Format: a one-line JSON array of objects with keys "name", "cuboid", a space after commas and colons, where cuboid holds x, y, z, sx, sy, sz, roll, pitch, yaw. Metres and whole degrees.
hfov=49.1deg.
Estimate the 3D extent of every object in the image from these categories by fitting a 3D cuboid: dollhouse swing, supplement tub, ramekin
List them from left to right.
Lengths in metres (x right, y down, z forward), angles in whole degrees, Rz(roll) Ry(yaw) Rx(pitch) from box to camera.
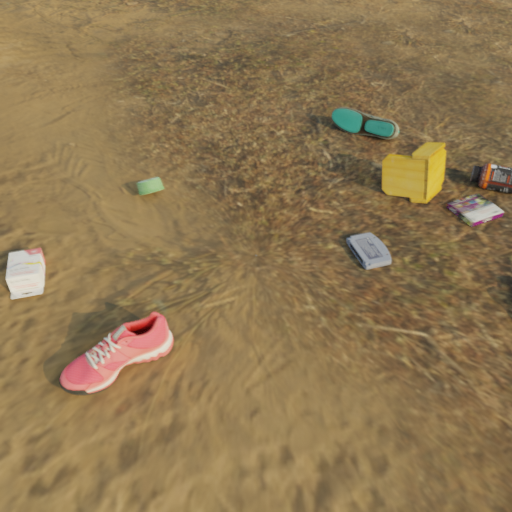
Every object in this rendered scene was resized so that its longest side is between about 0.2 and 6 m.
[{"name": "ramekin", "cuboid": [-2.445, -1.611, 12.892, 0.584, 0.285, 0.584, -14, 13, 3]}, {"name": "dollhouse swing", "cuboid": [3.602, -1.961, 12.843, 1.041, 1.185, 1.077, 21, 44, 36]}, {"name": "supplement tub", "cuboid": [5.616, -1.828, 13.107, 1.091, 0.583, 0.583, 14, 42, 15]}]

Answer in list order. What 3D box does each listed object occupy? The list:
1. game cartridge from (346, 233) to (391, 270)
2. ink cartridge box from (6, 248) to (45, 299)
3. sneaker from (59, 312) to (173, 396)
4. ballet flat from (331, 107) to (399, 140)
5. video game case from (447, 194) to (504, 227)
[{"name": "game cartridge", "cuboid": [2.320, -0.107, 11.405, 0.639, 0.196, 0.959, -14, 42, -11]}, {"name": "ink cartridge box", "cuboid": [-4.404, 0.327, 10.713, 0.619, 0.359, 1.063, -11, 39, -11]}, {"name": "sneaker", "cuboid": [-2.274, 1.468, 8.997, 1.948, 0.845, 0.718, -27, 51, -27]}, {"name": "ballet flat", "cuboid": [2.976, -3.567, 15.268, 1.907, 0.643, 0.607, 23, 18, 23]}, {"name": "video game case", "cuboid": [4.882, -1.028, 12.490, 0.902, 0.162, 0.818, -18, 44, -19]}]
